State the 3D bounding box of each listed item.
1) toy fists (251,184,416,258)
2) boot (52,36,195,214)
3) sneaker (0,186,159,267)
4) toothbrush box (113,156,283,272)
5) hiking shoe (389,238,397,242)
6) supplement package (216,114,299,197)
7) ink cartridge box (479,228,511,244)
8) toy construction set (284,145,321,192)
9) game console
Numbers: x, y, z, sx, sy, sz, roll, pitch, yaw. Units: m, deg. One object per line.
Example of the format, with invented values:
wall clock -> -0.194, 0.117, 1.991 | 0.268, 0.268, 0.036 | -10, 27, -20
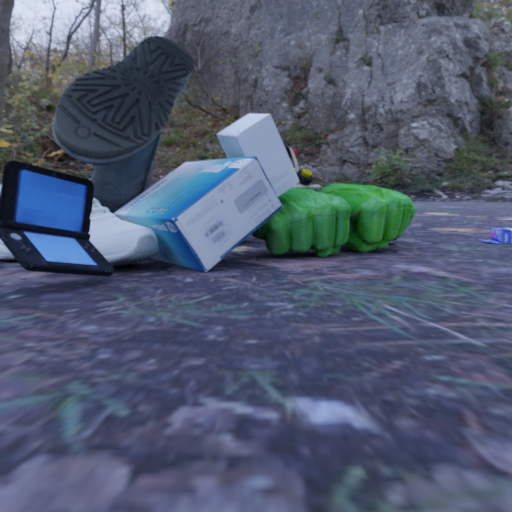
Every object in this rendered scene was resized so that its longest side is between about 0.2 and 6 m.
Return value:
toy fists -> 1.274, -0.612, 9.313 | 3.131, 1.077, 1.596 | -6, 13, -33
boot -> -2.122, -1.214, 8.120 | 1.204, 3.317, 3.016 | 37, 42, -4
sneaker -> -2.697, -0.494, 7.806 | 3.182, 1.275, 1.119 | 7, 8, 31
toothbrush box -> -0.891, -0.649, 8.027 | 1.511, 0.880, 2.064 | -41, 27, -25
hiking shoe -> 1.974, -0.763, 11.275 | 1.899, 0.956, 0.719 | 5, 8, 36
supplement package -> 0.029, -1.424, 8.147 | 0.650, 1.109, 0.648 | -36, 28, -17
ink cartridge box -> 5.244, -0.385, 11.019 | 1.484, 0.311, 0.886 | 0, 6, 11
toy construction set -> 0.689, -1.160, 10.556 | 1.642, 1.370, 1.262 | 24, 18, -51
game console -> -2.085, -0.366, 6.031 | 1.053, 0.697, 1.197 | 42, 17, 28
